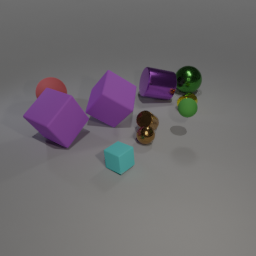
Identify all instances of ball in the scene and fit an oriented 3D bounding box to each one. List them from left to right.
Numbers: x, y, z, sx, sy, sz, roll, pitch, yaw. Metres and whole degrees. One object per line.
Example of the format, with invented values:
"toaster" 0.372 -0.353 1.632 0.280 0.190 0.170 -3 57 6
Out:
"ball" -3.504 -1.620 12.842 1.400 1.400 1.400 0 31 0
"ball" 0.657 0.257 10.390 0.700 0.700 0.700 0 31 0
"ball" 2.139 -0.726 10.053 0.700 0.700 0.700 0 31 0
"ball" 3.052 -2.461 14.276 1.400 1.400 1.400 0 31 0

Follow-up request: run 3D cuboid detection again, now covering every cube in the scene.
"cube" -2.565 -0.377 10.137 1.400 1.400 1.400 20 66 33
"cube" -0.664 -1.145 11.224 1.400 1.400 1.400 28 48 -23
"cube" -0.280 0.959 9.145 0.700 0.700 0.700 19 36 38

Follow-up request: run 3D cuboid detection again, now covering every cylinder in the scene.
"cylinder" 0.777 -0.270 11.030 0.700 0.700 0.700 20 -2 30
"cylinder" 1.410 -2.112 13.409 1.400 1.400 1.400 7 28 -17
"cylinder" 2.706 -1.189 12.783 0.700 0.700 0.700 24 34 34
